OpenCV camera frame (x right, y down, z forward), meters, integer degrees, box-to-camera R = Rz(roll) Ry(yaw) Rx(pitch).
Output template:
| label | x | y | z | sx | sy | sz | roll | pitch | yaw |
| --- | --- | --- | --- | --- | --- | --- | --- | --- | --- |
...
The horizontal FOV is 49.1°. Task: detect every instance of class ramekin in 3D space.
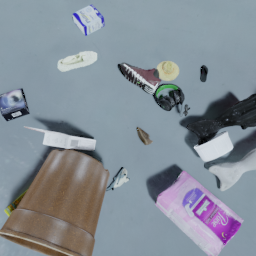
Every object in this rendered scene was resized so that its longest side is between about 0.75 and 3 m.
| label | x | y | z | sx | sy | sz | roll | pitch | yaw |
| --- | --- | --- | --- | --- | --- | --- | --- | --- | --- |
| ramekin | 2.924 | 0.644 | 9.493 | 1.229 | 1.229 | 0.599 | -26 | 85 | -11 |

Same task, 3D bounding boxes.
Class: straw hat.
| label | x | y | z | sx | sy | sz | roll | pitch | yaw |
| --- | --- | --- | --- | --- | --- | --- | --- | --- | --- |
| straw hat | 1.640 | -2.437 | 11.324 | 1.008 | 0.426 | 1.008 | 0 | 66 | 1 |

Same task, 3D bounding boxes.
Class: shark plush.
| label | x | y | z | sx | sy | sz | roll | pitch | yaw |
| --- | --- | --- | --- | --- | --- | --- | --- | --- | --- |
| shark plush | -0.356 | 1.814 | 9.553 | 0.967 | 0.439 | 0.403 | -50 | 52 | 2 |

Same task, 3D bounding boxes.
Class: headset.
| label | x | y | z | sx | sy | sz | roll | pitch | yaw |
| --- | --- | --- | --- | --- | --- | --- | --- | --- | --- |
| headset | 1.702 | -1.100 | 10.507 | 1.055 | 0.803 | 1.708 | -27 | 57 | -11 |

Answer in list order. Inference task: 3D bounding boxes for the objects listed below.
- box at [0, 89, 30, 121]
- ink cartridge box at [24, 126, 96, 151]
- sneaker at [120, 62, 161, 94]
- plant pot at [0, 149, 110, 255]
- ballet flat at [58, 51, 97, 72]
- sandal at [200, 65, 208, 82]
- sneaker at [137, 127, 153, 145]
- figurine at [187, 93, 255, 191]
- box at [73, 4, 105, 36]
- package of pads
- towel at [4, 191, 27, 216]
| label | x | y | z | sx | sy | sz | roll | pitch | yaw |
| --- | --- | --- | --- | --- | --- | --- | --- | --- | --- |
| box | -4.316 | -0.875 | 10.541 | 0.911 | 0.562 | 0.904 | -20 | 66 | -9 |
| ink cartridge box | -2.195 | 0.381 | 9.219 | 1.681 | 1.909 | 0.427 | 9 | 87 | 18 |
| sneaker | 0.575 | -2.185 | 11.156 | 1.740 | 0.658 | 1.005 | 40 | 66 | 5 |
| plant pot | -1.871 | 2.235 | 8.171 | 2.684 | 2.684 | 2.657 | 15 | 58 | 7 |
| ballet flat | -2.041 | -2.771 | 11.402 | 1.742 | 0.625 | 0.625 | -24 | 68 | -11 |
| sandal | 3.110 | -2.238 | 11.356 | 0.306 | 0.195 | 0.815 | 7 | 66 | 3 |
| sneaker | 0.605 | 0.296 | 10.124 | 0.318 | 0.297 | 0.843 | -10 | 48 | -21 |
| figurine | 3.744 | 0.539 | 9.602 | 2.641 | 1.165 | 2.706 | -23 | 76 | -1 |
| box | -1.722 | -4.746 | 12.301 | 1.050 | 0.551 | 0.966 | -33 | 69 | -13 |
| package of pads | 2.120 | 2.586 | 8.580 | 2.367 | 0.896 | 1.426 | 41 | 56 | 21 |
| towel | -3.365 | 2.459 | 9.279 | 0.583 | 0.122 | 1.355 | 44 | 72 | 12 |
